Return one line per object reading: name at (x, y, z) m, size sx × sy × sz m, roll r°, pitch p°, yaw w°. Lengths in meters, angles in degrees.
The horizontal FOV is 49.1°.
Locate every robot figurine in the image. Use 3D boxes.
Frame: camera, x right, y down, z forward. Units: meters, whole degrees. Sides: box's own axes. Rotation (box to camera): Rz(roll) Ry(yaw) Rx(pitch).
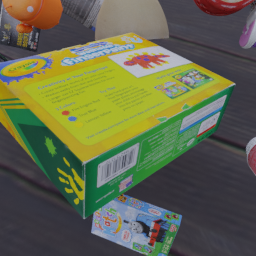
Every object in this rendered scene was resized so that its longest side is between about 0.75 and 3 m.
robot figurine at (-2.031, -2.648, 6.020) m, size 1.113 × 1.547 × 0.902 m, roll -28°, pitch 87°, yaw 18°

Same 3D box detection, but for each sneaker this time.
sneaker at (3.451, -2.808, 6.437) m, size 1.075 × 0.978 × 2.431 m, roll 20°, pitch 81°, yaw 4°

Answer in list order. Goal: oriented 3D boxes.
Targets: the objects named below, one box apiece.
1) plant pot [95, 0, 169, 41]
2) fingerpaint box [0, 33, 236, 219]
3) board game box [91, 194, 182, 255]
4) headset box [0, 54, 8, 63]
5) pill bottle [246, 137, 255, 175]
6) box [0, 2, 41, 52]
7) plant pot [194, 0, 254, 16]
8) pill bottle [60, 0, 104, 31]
plant pot at (0.051, -2.648, 6.547) m, size 1.761 × 1.182 × 1.761 m, roll -4°, pitch 17°, yaw 1°
fingerpaint box at (-0.222, -0.387, 4.339) m, size 2.823 × 1.035 × 2.355 m, roll -27°, pitch 50°, yaw -36°
board game box at (0.092, 1.692, 4.900) m, size 1.441 × 1.090 × 0.264 m, roll 18°, pitch 36°, yaw 12°
headset box at (-3.283, -0.781, 5.290) m, size 1.923 × 1.025 × 2.209 m, roll 43°, pitch 32°, yaw -12°
pill bottle at (2.297, 0.564, 4.410) m, size 0.669 × 0.669 × 1.192 m, roll 5°, pitch 19°, yaw 4°
box at (-2.928, -2.857, 7.654) m, size 1.044 × 1.319 × 0.319 m, roll 6°, pitch 22°, yaw -30°
plant pot at (2.288, -3.380, 6.389) m, size 1.574 × 1.574 × 1.433 m, roll 4°, pitch 24°, yaw 3°
pill bottle at (-1.621, -4.035, 7.866) m, size 2.716 × 1.545 × 1.545 m, roll 26°, pitch 52°, yaw -20°
